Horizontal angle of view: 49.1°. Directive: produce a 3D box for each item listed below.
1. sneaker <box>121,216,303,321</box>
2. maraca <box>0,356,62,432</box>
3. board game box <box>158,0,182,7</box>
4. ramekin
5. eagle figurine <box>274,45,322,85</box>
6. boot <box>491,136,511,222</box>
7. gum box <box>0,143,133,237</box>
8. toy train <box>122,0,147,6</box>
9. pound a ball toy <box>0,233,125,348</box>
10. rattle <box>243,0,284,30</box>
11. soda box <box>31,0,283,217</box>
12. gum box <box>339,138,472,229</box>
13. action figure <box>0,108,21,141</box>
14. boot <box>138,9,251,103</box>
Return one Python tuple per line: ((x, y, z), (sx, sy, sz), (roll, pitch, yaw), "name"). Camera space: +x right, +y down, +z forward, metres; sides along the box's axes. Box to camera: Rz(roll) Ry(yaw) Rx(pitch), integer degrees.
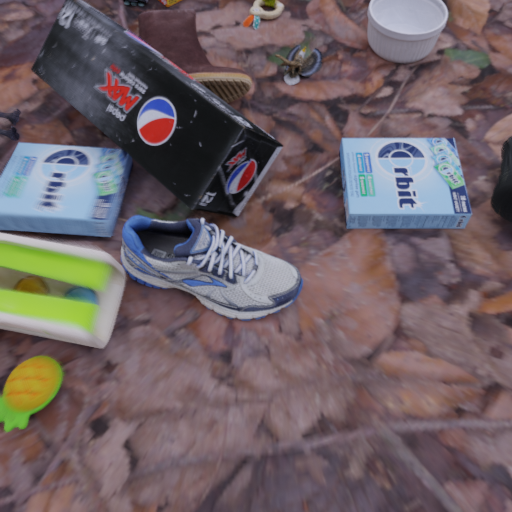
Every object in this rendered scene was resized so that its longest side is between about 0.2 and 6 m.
((-0.655, 0.089, 7.509), (2.612, 1.113, 1.006), (11, 59, 6), "sneaker")
((-2.801, 1.667, 6.852), (0.660, 0.515, 0.963), (24, 64, 21), "maraca")
((-1.742, -6.223, 11.320), (1.391, 1.391, 1.390), (-37, 65, -21), "board game box")
((2.757, -4.273, 10.476), (1.431, 0.751, 1.431), (0, 57, 0), "ramekin")
((0.794, -3.549, 10.233), (0.631, 0.628, 0.832), (60, 33, -11), "eagle figurine")
((4.551, -0.826, 8.261), (2.247, 0.846, 1.680), (38, 45, 1), "boot")
((-2.955, -1.043, 8.562), (1.809, 0.403, 1.537), (5, 52, 2), "gum box")
((-2.476, -5.267, 11.375), (0.554, 0.236, 0.316), (4, 67, -3), "toy train")
((-3.295, 0.708, 7.168), (2.781, 1.182, 1.814), (9, 72, 4), "pound a ball toy")
((0.143, -4.955, 10.988), (0.944, 0.675, 0.615), (-36, 83, -27), "rattle")
((-1.610, -2.299, 8.611), (4.034, 1.277, 1.427), (41, 107, 23), "soda box")
((2.259, -1.151, 8.705), (1.806, 0.402, 1.535), (1, 58, 0), "gum box")
((-4.193, -2.058, 8.265), (1.285, 0.656, 0.764), (5, 69, -8), "action figure")
((-1.158, -3.613, 9.863), (2.246, 0.813, 1.869), (0, 71, 10), "boot")
